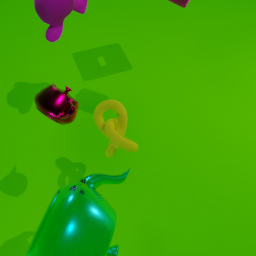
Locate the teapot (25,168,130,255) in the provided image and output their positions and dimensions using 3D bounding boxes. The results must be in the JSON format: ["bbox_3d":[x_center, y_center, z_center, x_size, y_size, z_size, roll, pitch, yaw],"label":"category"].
[{"bbox_3d":[-0.544,1.226,3.251,0.956,1.214,1.952,25,63,-6],"label":"teapot"}]

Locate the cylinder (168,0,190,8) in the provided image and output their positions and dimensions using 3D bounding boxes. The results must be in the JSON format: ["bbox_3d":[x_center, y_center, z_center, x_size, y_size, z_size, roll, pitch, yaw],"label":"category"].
[{"bbox_3d":[0.937,-2.889,5.433,0.806,0.806,0.806,27,64,3],"label":"cylinder"}]

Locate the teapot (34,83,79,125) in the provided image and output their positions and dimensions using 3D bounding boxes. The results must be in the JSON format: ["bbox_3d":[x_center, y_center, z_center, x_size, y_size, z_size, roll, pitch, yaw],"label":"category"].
[{"bbox_3d":[-1.086,-0.419,4.389,0.548,0.696,1.120,-55,40,2],"label":"teapot"}]

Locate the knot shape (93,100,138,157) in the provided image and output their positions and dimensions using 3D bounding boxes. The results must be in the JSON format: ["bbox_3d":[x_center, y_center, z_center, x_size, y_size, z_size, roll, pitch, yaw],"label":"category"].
[{"bbox_3d":[-0.224,0.117,5.553,0.559,1.211,1.133,-19,33,-18],"label":"knot shape"}]

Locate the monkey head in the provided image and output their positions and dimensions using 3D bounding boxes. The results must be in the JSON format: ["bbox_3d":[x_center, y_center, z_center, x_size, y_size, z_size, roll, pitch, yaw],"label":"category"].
[{"bbox_3d":[-1.418,-2.776,6.138,1.221,1.697,1.023,4,30,-25],"label":"monkey head"}]
